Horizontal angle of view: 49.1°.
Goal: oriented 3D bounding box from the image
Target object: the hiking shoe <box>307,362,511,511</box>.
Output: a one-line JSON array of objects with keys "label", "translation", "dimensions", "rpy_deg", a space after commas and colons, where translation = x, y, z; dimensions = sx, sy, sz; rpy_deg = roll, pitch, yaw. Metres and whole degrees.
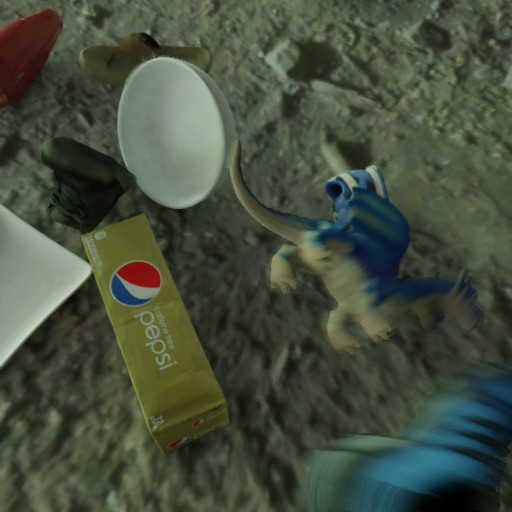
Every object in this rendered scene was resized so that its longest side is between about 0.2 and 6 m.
[{"label": "hiking shoe", "translation": [2.263, 2.335, 6.210], "dimensions": [3.331, 1.239, 1.444], "rpy_deg": [-23, 23, -22]}]

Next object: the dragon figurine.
[{"label": "dragon figurine", "translation": [1.249, -0.087, 7.405], "dimensions": [3.915, 1.152, 1.946], "rpy_deg": [45, 49, -1]}]

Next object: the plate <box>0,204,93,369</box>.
[{"label": "plate", "translation": [-4.044, 0.535, 8.177], "dimensions": [2.469, 0.400, 2.474], "rpy_deg": [31, 64, 16]}]

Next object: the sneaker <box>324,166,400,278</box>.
[{"label": "sneaker", "translation": [1.624, -0.441, 8.544], "dimensions": [0.897, 0.807, 2.181], "rpy_deg": [-4, 51, -6]}]

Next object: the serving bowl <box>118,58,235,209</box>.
[{"label": "serving bowl", "translation": [-1.150, -1.913, 8.810], "dimensions": [2.269, 2.269, 0.746], "rpy_deg": [42, 36, 21]}]

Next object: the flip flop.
[{"label": "flip flop", "translation": [-1.925, -3.608, 10.013], "dimensions": [2.452, 0.706, 0.994], "rpy_deg": [-9, 57, -22]}]

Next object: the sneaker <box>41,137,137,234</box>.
[{"label": "sneaker", "translation": [-2.584, -0.937, 8.127], "dimensions": [0.869, 2.272, 1.302], "rpy_deg": [36, 92, 3]}]

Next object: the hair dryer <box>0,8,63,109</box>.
[{"label": "hair dryer", "translation": [-5.379, -3.694, 10.312], "dimensions": [3.855, 1.047, 2.936], "rpy_deg": [-26, 61, -16]}]

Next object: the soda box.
[{"label": "soda box", "translation": [-1.381, 0.976, 7.549], "dimensions": [0.967, 1.024, 3.022], "rpy_deg": [-22, 62, -13]}]
